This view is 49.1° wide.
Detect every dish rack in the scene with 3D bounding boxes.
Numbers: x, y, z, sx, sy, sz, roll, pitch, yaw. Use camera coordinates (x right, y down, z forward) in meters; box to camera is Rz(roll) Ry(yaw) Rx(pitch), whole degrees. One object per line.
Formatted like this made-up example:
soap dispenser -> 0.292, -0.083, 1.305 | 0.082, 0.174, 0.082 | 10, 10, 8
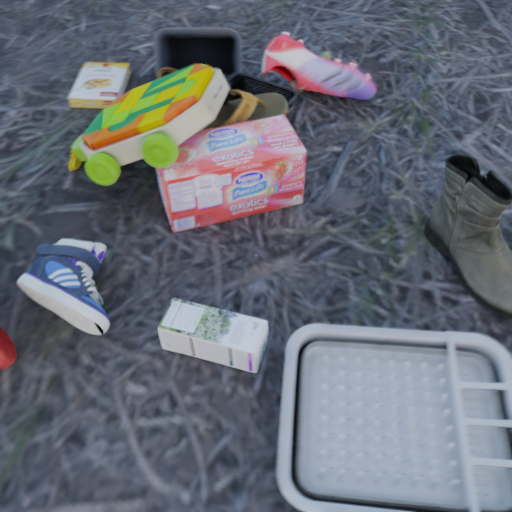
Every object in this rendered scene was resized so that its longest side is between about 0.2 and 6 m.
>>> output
dish rack -> 2.140, 2.525, 8.426 | 3.544, 0.771, 3.041 | 4, 50, 4

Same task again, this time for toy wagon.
toy wagon -> -2.557, -2.758, 11.877 | 4.081, 0.807, 3.166 | -12, 38, 25

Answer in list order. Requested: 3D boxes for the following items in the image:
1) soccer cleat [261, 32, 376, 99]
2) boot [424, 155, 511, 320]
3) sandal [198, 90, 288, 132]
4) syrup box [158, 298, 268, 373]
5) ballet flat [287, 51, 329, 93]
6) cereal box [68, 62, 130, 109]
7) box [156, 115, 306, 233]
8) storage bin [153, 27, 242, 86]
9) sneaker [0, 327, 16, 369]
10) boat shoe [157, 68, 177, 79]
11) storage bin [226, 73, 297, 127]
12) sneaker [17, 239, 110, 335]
soccer cleat -> 1.583, -4.541, 14.258 | 3.016, 1.006, 1.153 | 23, 87, -13
boot -> 4.219, -0.372, 10.175 | 1.009, 1.947, 2.980 | -22, 52, -18
sandal -> -0.597, -3.213, 12.305 | 2.849, 0.769, 1.144 | -8, 59, -16
syrup box -> -0.714, 1.346, 9.505 | 1.734, 0.706, 0.683 | 13, 50, 11
ballet flat -> 1.553, -4.908, 15.102 | 0.628, 0.628, 1.776 | 31, 55, 24
cereal box -> -4.128, -4.538, 14.861 | 1.250, 0.343, 1.737 | 2, 49, 2
box -> -0.558, -1.742, 11.678 | 2.911, 1.494, 1.378 | -14, 51, -11
storage bin -> -1.458, -5.174, 14.827 | 2.202, 1.603, 1.479 | 0, 21, 0
sneaker -> -5.290, 1.432, 9.475 | 2.616, 1.025, 1.511 | 34, 71, 31
boat shoe -> -1.443, -3.338, 13.214 | 1.283, 1.252, 3.391 | -32, 56, -25
storage bin -> -0.031, -3.635, 13.753 | 1.829, 0.857, 1.236 | 24, 53, 20
sneaker -> -3.129, 0.375, 10.237 | 2.150, 0.866, 1.574 | 23, 57, 25
